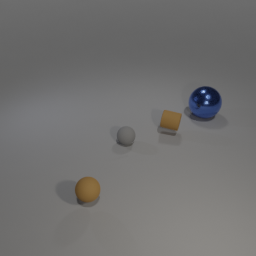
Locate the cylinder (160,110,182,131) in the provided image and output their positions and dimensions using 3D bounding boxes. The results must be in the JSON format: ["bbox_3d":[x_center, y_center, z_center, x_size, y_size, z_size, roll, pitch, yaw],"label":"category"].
[{"bbox_3d":[1.680,-0.303,10.957,0.700,0.700,0.700,15,34,13],"label":"cylinder"}]

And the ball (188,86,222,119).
[{"bbox_3d":[3.325,-1.105,12.099,1.400,1.400,1.400,0,31,0],"label":"ball"}]

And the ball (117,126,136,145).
[{"bbox_3d":[-0.067,0.279,10.472,0.700,0.700,0.700,0,31,0],"label":"ball"}]

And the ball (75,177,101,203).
[{"bbox_3d":[-1.108,1.692,7.718,0.700,0.700,0.700,0,31,0],"label":"ball"}]
